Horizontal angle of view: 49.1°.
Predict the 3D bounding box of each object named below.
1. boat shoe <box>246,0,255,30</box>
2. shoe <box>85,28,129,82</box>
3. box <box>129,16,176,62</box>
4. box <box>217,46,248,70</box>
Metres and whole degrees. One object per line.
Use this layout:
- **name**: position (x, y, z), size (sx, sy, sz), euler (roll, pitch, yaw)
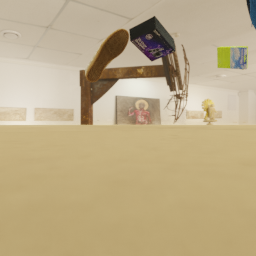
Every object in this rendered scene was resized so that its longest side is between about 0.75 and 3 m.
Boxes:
- **boat shoe**: position (2.750, -2.727, 5.741), size (0.679, 1.614, 0.554), euler (-10, 36, 28)
- **shoe**: position (-0.626, -2.015, 7.605), size (0.591, 1.690, 0.451), euler (33, 17, -33)
- **box**: position (0.903, -3.151, 10.070), size (1.067, 0.596, 1.511), euler (-20, -28, 30)
- **box**: position (4.303, -2.868, 11.412), size (0.347, 0.888, 1.457), euler (-19, 23, -28)
